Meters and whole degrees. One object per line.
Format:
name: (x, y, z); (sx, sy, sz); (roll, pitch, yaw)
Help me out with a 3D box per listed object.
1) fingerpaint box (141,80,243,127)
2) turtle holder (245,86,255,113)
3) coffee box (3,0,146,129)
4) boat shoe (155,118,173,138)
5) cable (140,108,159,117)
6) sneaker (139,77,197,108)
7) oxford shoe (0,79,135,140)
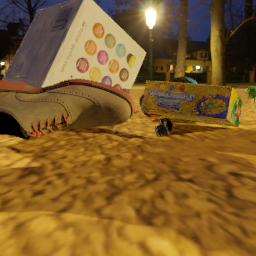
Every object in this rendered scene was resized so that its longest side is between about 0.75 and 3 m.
fingerpaint box: (1.779, -0.650, 7.584); (2.222, 0.815, 1.854); (10, 0, 30)
turtle holder: (4.433, -0.744, 8.656); (1.629, 1.238, 1.157); (-9, 3, -28)
coffee box: (-1.450, -1.682, 7.767); (2.441, 2.437, 2.414); (14, -13, 46)
boat shoe: (0.931, -0.031, 6.778); (0.316, 0.374, 1.049); (-16, 11, 23)
cable: (1.694, -0.668, 10.142); (2.947, 1.431, 0.742); (14, 41, -33)
sneaker: (1.567, -1.282, 10.984); (2.387, 0.874, 0.978); (-19, -15, 0)
oxford shoe: (-1.259, -0.161, 4.669); (2.730, 0.962, 1.021); (-1, 45, 8)
